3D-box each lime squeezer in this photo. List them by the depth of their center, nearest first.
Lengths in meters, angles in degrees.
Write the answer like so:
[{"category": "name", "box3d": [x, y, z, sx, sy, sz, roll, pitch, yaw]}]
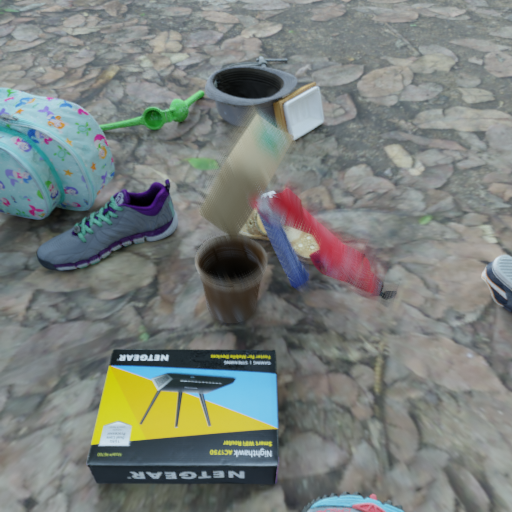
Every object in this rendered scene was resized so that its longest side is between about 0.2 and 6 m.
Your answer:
[{"category": "lime squeezer", "box3d": [-2.659, -3.978, 15.405, 3.391, 0.640, 1.197, -28, 51, -24]}]

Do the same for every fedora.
[{"category": "fedora", "box3d": [-0.163, -4.257, 15.302, 2.523, 1.139, 2.232, 14, 45, 17]}]

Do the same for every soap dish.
[{"category": "soap dish", "box3d": [1.120, -3.823, 14.924, 0.595, 1.152, 1.465, 20, 46, 42]}]

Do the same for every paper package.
[{"category": "paper package", "box3d": [-0.169, -1.492, 10.330, 0.854, 1.573, 1.650, 31, 47, -4]}]

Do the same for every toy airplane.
[{"category": "toy airplane", "box3d": [1.186, -0.210, 9.772, 3.077, 3.077, 0.566, 34, 84, 30]}]

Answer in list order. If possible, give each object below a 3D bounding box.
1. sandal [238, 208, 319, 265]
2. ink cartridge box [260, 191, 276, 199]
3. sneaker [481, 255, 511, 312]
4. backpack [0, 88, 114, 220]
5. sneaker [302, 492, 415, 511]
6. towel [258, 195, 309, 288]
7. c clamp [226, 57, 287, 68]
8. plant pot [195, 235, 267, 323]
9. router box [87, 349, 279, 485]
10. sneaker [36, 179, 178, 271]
[{"category": "sandal", "box3d": [0.309, -0.789, 11.828, 2.681, 0.882, 0.983, 29, 63, 26]}, {"category": "ink cartridge box", "box3d": [0.588, -1.182, 12.832, 0.789, 0.198, 0.909, -21, 48, -18]}, {"category": "sneaker", "box3d": [5.033, 0.782, 10.540, 0.694, 0.702, 1.769, -35, 79, -24]}, {"category": "backpack", "box3d": [-4.659, -2.118, 12.071, 2.905, 2.578, 2.187, 9, 48, 14]}, {"category": "sneaker", "box3d": [1.757, 3.883, 7.058, 2.592, 1.028, 1.238, 13, 47, 13]}, {"category": "towel", "box3d": [0.487, -0.234, 10.664, 0.207, 1.258, 1.738, -24, 83, -8]}, {"category": "c clamp", "box3d": [0.026, -5.575, 17.237, 2.052, 0.325, 2.402, -2, 44, -1]}, {"category": "plant pot", "box3d": [-0.445, 0.489, 10.260, 1.264, 1.251, 1.264, 1, 47, -1]}, {"category": "router box", "box3d": [-1.023, 2.448, 8.738, 2.719, 0.694, 2.028, 0, 44, 0]}, {"category": "sneaker", "box3d": [-3.123, -0.757, 11.585, 3.008, 1.317, 1.119, -22, 49, -22]}]
